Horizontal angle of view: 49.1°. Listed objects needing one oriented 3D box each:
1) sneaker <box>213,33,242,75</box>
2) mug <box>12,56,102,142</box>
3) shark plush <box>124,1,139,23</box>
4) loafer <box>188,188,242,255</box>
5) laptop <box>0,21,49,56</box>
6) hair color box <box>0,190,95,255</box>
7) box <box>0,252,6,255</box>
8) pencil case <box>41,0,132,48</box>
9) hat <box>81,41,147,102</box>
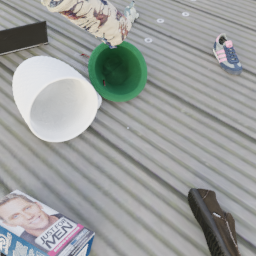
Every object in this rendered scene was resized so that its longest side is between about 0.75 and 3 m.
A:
[{"bbox_3d":[3.792,-2.830,10.646,0.674,0.788,1.920,-11,51,-9],"label":"sneaker"},{"bbox_3d":[-2.085,-1.066,8.603,2.760,2.038,2.420,0,31,-40],"label":"mug"},{"bbox_3d":[-0.036,-4.971,12.809,0.700,0.764,1.681,3,69,29],"label":"shark plush"},{"bbox_3d":[2.142,2.268,6.372,0.794,0.812,2.226,-13,51,-10],"label":"loafer"},{"bbox_3d":[-4.638,-3.848,10.968,2.605,1.612,2.782,-19,53,-16],"label":"laptop"},{"bbox_3d":[-2.015,2.309,6.118,2.285,0.692,1.143,21,20,17],"label":"hair color box"},{"bbox_3d":[-3.455,3.226,5.874,2.032,0.367,1.452,-7,51,-5],"label":"box"},{"bbox_3d":[-1.051,-3.134,7.736,1.151,2.573,1.001,-24,68,30],"label":"pencil case"},{"bbox_3d":[-0.544,-2.003,10.342,2.013,2.140,2.431,-11,88,-11],"label":"hat"}]
